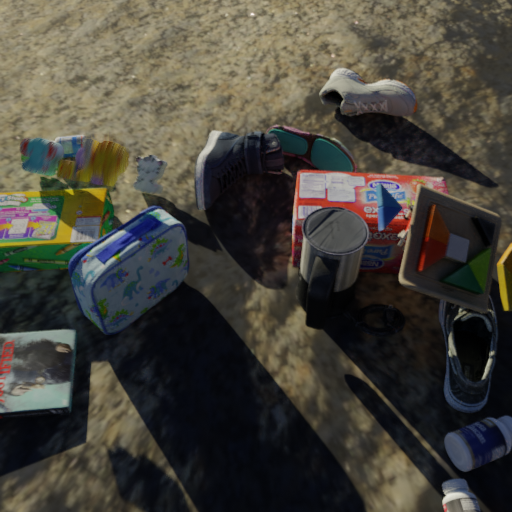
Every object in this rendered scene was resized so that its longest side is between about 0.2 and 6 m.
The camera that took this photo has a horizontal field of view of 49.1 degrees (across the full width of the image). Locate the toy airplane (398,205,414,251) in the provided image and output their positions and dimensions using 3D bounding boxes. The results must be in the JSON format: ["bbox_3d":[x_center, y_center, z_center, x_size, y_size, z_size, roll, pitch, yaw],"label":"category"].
[{"bbox_3d":[2.708,-0.419,9.371,0.572,0.811,0.807,25,97,4],"label":"toy airplane"}]

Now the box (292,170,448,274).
[{"bbox_3d":[2.123,-0.620,10.595,2.845,1.358,1.418,3,48,3],"label":"box"}]

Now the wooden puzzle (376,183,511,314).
[{"bbox_3d":[3.165,-0.125,8.868,2.838,0.332,1.914,11,75,-17],"label":"wooden puzzle"}]

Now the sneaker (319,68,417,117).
[{"bbox_3d":[2.700,-3.779,13.837,2.485,0.941,1.143,25,60,30],"label":"sneaker"}]

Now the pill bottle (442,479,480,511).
[{"bbox_3d":[2.796,3.483,7.564,0.456,0.456,0.823,-3,48,-3],"label":"pill bottle"}]

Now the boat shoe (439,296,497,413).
[{"bbox_3d":[3.599,1.237,9.229,0.957,0.942,2.656,8,49,7],"label":"boat shoe"}]

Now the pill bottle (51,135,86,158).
[{"bbox_3d":[-4.335,-2.504,12.873,0.853,0.479,0.479,-6,49,-5],"label":"pill bottle"}]

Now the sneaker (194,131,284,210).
[{"bbox_3d":[-0.324,-1.865,11.996,1.755,0.924,2.429,6,47,9],"label":"sneaker"}]

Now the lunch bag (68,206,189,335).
[{"bbox_3d":[-2.123,0.205,9.655,0.860,1.677,2.086,35,58,26],"label":"lunch bag"}]

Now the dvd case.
[{"bbox_3d":[-4.006,1.912,9.028,2.065,0.227,1.508,-3,48,-7],"label":"dvd case"}]

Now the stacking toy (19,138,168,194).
[{"bbox_3d":[-3.731,-1.922,11.051,3.505,2.643,0.824,10,94,10],"label":"stacking toy"}]

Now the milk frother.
[{"bbox_3d":[1.661,0.364,9.469,1.864,1.753,1.682,0,49,0],"label":"milk frother"}]

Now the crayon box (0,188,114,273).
[{"bbox_3d":[-4.169,-0.514,10.913,2.560,0.746,1.521,-3,48,-3],"label":"crayon box"}]

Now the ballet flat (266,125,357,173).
[{"bbox_3d":[1.330,-2.463,12.732,2.312,0.799,0.823,24,33,20],"label":"ballet flat"}]

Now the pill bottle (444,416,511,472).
[{"bbox_3d":[3.335,2.705,8.186,1.007,0.559,0.559,-16,50,-15],"label":"pill bottle"}]
